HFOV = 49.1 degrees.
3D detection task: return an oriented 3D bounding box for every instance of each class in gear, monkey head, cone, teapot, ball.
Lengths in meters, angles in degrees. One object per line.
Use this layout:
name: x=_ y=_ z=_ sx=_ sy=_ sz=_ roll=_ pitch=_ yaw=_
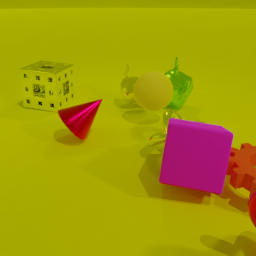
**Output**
gear: x=2.500 y=0.745 z=4.810 sx=1.603 sy=0.296 sz=1.603 roll=1 pitch=24 yaw=0
monkey head: x=1.373 y=-1.240 z=8.384 sx=1.072 sy=1.780 sz=1.280 roll=28 pitch=0 yaw=7
cone: x=-0.970 y=-0.373 z=6.635 sx=0.970 sy=0.966 sz=0.966 roll=-40 pitch=28 yaw=5
teapot: x=0.204 y=-1.255 z=8.663 sx=0.715 sy=1.460 sz=0.908 roll=-35 pitch=-5 yaw=33
ball: x=0.674 y=-0.974 z=7.448 sx=1.049 sy=1.049 sz=1.049 roll=0 pitch=25 yaw=0

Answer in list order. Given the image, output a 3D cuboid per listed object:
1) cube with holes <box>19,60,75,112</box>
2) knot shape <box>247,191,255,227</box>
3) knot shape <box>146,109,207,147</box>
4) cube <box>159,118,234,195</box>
cube with holes: x=-2.466 y=-1.335 z=8.767 sx=1.187 sy=1.187 sz=1.187 roll=10 pitch=27 yaw=13
knot shape: x=1.874 y=1.329 z=3.208 sx=0.643 sy=1.302 sz=1.392 roll=-19 pitch=71 yaw=-7
knot shape: x=1.141 y=0.100 z=6.223 sx=1.463 sy=0.676 sz=1.369 roll=7 pitch=32 yaw=1
cube: x=1.141 y=0.435 z=4.914 sx=1.016 sy=1.016 sz=1.016 roll=10 pitch=8 yaw=8
